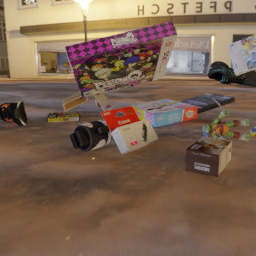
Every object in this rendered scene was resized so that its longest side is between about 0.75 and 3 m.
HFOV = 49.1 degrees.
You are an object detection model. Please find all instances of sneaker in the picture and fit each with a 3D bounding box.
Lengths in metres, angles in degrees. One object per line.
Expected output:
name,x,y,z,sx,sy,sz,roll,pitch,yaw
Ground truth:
sneaker,-4.807,-0.545,11.392,1.211,0.941,2.690,-13,13,-17
sneaker,4.281,-2.023,11.391,2.120,0.799,0.840,21,53,22

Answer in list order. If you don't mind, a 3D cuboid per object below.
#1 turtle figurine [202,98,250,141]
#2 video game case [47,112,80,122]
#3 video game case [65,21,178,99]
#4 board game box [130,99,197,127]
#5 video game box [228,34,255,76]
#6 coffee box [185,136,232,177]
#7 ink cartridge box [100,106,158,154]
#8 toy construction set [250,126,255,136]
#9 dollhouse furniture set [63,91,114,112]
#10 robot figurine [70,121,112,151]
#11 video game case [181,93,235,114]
turtle figurine,3.120,-0.029,8.686,1.381,1.424,1.025,3,46,-4
video game case,-2.868,-0.508,12.567,1.385,0.195,1.532,-3,12,-12
video game case,-0.167,-1.722,7.621,2.662,0.477,2.413,-15,-14,-6
board game box,1.454,-0.724,12.185,1.971,0.519,2.575,-12,16,-18
video game box,4.417,-2.709,10.367,1.122,1.231,0.288,-16,-13,33
coffee box,1.953,0.639,6.704,0.768,0.535,1.342,8,15,31
ink cartridge box,0.083,-0.055,8.176,0.337,1.342,1.546,-34,-11,37
toy construction set,4.874,0.081,9.030,1.527,0.703,1.001,-14,15,-12
dollhouse furniture set,-2.014,-0.968,14.689,2.426,1.922,1.722,-28,65,-18
robot figurine,-1.016,0.228,8.008,0.959,0.796,1.276,21,23,35
video game case,3.406,-1.155,13.837,2.904,0.275,2.074,-19,19,-18
